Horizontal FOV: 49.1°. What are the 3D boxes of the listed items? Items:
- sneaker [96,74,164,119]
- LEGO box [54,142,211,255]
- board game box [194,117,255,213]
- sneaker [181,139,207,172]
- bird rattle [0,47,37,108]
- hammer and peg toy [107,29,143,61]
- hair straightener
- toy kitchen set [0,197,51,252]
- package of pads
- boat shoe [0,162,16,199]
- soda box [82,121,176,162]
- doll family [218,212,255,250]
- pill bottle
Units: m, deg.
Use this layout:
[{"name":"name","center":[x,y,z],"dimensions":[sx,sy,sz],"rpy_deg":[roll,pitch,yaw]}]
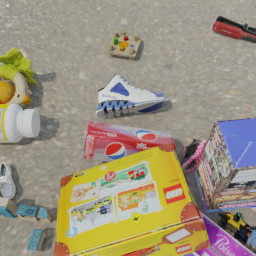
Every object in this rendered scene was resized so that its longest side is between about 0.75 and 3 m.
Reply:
[{"name":"sneaker","center":[0.013,-1.139,9.014],"dimensions":[2.252,0.910,1.301],"rpy_deg":[-8,72,-5]},{"name":"LEGO box","center":[-0.016,1.791,6.174],"dimensions":[2.918,1.126,2.173],"rpy_deg":[-18,38,6]},{"name":"board game box","center":[2.906,0.944,6.713],"dimensions":[1.984,2.488,1.205],"rpy_deg":[-5,54,-4]},{"name":"sneaker","center":[1.803,0.769,8.170],"dimensions":[0.603,0.499,1.264],"rpy_deg":[22,53,37]},{"name":"bird rattle","center":[-4.352,-1.396,9.182],"dimensions":[2.709,1.526,2.209],"rpy_deg":[-23,74,-12]},{"name":"hammer and peg toy","center":[-0.068,-3.399,11.035],"dimensions":[1.192,0.571,1.621],"rpy_deg":[11,55,8]},{"name":"hair straightener","center":[4.937,-4.076,11.528],"dimensions":[2.747,0.562,1.057],"rpy_deg":[20,57,14]},{"name":"toy kitchen set","center":[-2.641,2.357,6.777],"dimensions":[1.268,0.747,1.016],"rpy_deg":[6,55,5]},{"name":"package of pads","center":[1.747,2.940,6.202],"dimensions":[2.544,0.962,1.533],"rpy_deg":[36,67,24]},{"name":"boat shoe","center":[-3.371,1.436,7.666],"dimensions":[0.389,0.381,1.098],"rpy_deg":[-20,57,-14]},{"name":"soda box","center":[0.015,0.464,7.705],"dimensions":[2.429,0.770,0.850],"rpy_deg":[8,27,-8]},{"name":"doll family","center":[2.809,2.459,6.922],"dimensions":[1.176,0.462,0.680],"rpy_deg":[34,57,16]},{"name":"pill bottle","center":[-3.773,-0.133,8.330],"dimensions":[2.081,1.158,1.158],"rpy_deg":[1,54,-1]}]
